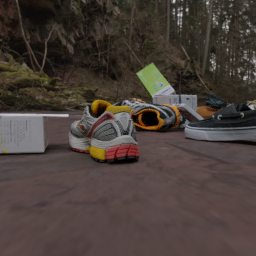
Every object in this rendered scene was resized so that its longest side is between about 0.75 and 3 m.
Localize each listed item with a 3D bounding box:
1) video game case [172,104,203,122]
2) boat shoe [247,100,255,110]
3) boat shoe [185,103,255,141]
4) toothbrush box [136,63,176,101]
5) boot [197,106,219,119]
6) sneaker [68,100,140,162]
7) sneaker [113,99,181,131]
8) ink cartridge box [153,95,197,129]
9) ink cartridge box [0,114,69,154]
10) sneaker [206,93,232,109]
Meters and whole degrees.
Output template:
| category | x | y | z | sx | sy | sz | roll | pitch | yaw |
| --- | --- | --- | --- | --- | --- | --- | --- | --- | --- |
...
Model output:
| category | x | y | z | sx | sy | sz | roll | pitch | yaw |
| --- | --- | --- | --- | --- | --- | --- | --- | --- | --- |
| video game case | 1.820 | -0.299 | 7.928 | 1.133 | 0.130 | 1.032 | 37 | -2 | -9 |
| boat shoe | 4.229 | -0.483 | 9.335 | 2.672 | 0.914 | 0.998 | -2 | 5 | -29 |
| boat shoe | 2.152 | -0.139 | 5.293 | 0.871 | 0.719 | 2.539 | -3 | 1 | -39 |
| toothbrush box | 1.241 | -1.380 | 10.906 | 0.823 | 1.912 | 1.392 | -32 | -41 | 6 |
| boot | 3.391 | -0.423 | 10.984 | 1.890 | 0.725 | 1.467 | 8 | 7 | 2 |
| sneaker | -0.372 | -0.015 | 4.066 | 0.717 | 0.757 | 1.843 | -2 | 4 | -29 |
| sneaker | 0.266 | -0.352 | 8.071 | 2.359 | 0.923 | 0.911 | 1 | 13 | 32 |
| ink cartridge box | 1.514 | -0.521 | 8.910 | 1.456 | 1.067 | 0.605 | -5 | 5 | -38 |
| ink cartridge box | -1.744 | 0.064 | 4.284 | 1.647 | 0.559 | 0.948 | -1 | 4 | -12 |
| sneaker | 3.594 | -0.915 | 10.908 | 0.503 | 0.529 | 1.335 | 15 | 17 | -38 |
